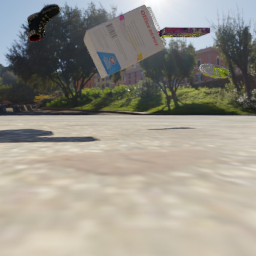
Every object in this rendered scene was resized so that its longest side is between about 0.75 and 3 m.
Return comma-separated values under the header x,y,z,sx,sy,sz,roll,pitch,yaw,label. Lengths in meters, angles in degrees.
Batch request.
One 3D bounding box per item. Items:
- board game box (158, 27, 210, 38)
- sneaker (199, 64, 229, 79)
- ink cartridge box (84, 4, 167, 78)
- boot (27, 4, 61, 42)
x,y,z,sx,sy,sz,roll,pitch,yaw,label
1.891,-3.302,9.695,1.600,0.258,0.961,-3,13,-12,board game box
3.432,-2.264,11.532,1.321,0.500,0.694,13,-4,-11,sneaker
-0.061,-3.120,10.191,2.578,1.657,1.615,-27,11,-9,ink cartridge box
-3.045,-3.790,10.174,1.432,1.082,0.517,-17,-27,18,boot
